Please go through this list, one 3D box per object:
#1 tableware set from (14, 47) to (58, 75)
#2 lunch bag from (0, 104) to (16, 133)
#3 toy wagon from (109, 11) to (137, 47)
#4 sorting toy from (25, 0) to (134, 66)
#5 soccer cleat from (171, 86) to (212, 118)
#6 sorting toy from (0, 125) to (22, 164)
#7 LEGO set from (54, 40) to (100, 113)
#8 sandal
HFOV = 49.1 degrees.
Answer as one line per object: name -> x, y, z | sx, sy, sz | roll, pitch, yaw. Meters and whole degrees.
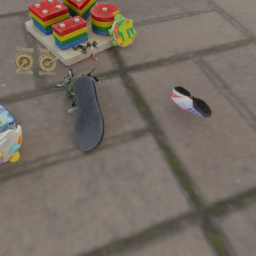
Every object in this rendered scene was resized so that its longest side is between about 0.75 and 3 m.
tableware set -> -2.751, -1.953, 8.416 | 1.232, 0.814, 0.247 | -3, 30, -25
lunch bag -> -3.666, -0.112, 7.258 | 0.980, 0.503, 1.220 | 42, 51, 21
toy wagon -> -0.210, -3.368, 9.530 | 0.905, 1.167, 0.231 | -30, 36, -12
sorting toy -> -1.810, -3.948, 10.211 | 2.972, 1.041, 2.990 | -32, 57, -24
soccer cleat -> 1.697, -0.615, 7.604 | 0.454, 0.487, 1.331 | -21, 51, -35
sorting toy -> -3.065, 0.396, 6.257 | 1.518, 1.367, 0.811 | -19, 80, -23
LEGO set -> -1.309, -1.425, 8.240 | 1.516, 0.661, 2.334 | 16, 74, 32
sandal -> -0.996, -0.385, 7.350 | 0.773, 0.435, 2.032 | -9, 74, 12
